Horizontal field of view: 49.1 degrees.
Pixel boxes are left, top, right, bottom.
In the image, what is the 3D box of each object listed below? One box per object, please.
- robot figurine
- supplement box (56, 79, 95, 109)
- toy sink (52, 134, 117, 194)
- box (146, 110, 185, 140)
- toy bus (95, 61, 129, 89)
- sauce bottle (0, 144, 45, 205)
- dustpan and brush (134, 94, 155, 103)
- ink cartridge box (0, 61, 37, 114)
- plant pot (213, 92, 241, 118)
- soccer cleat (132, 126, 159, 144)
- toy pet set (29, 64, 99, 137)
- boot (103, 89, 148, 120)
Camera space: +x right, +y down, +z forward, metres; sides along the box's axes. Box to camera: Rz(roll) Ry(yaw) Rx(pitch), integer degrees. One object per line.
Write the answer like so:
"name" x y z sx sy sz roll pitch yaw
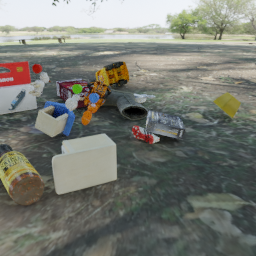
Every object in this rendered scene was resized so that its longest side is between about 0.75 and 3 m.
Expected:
"robot figurine" -1.400 -1.517 12.605 1.138 1.570 0.457 20 53 -13
"supplement box" -2.571 -1.843 14.501 1.493 0.835 2.743 -13 26 -29
"toy sink" -1.216 0.891 7.367 1.644 1.071 0.921 -11 24 -24
"box" 1.352 -0.150 10.362 1.329 0.406 1.678 12 17 1
"toy bus" -1.277 -3.237 17.471 2.045 1.446 2.130 0 20 36
"sauce bottle" -2.973 1.071 7.288 0.829 0.829 2.512 -16 27 -35
"dustpan and brush" 0.709 -1.541 14.229 1.657 0.474 1.157 18 28 38
"ink cartridge box" -5.469 -1.756 12.489 2.459 2.167 0.550 -13 25 -29
"plant pot" 4.345 -1.052 12.122 0.811 0.715 0.811 32 19 -26
"soccer cleat" 0.606 0.234 9.967 0.514 0.414 1.206 -2 20 -38
"toy pet set" -2.154 -0.815 9.771 2.457 2.294 1.305 29 26 9
"boot" -0.395 -1.039 12.701 2.201 0.879 2.421 -4 29 -7
